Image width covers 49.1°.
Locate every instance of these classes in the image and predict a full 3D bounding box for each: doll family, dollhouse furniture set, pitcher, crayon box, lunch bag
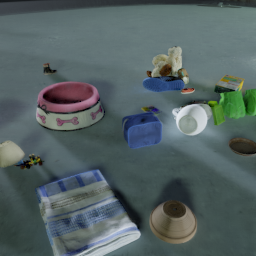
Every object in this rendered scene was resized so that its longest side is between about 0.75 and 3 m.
[{"bbox_3d":[-3.129,1.103,8.894,0.902,0.354,0.522,-21,41,-22],"label":"doll family"},{"bbox_3d":[3.179,-0.652,11.780,0.933,0.721,1.866,-27,21,-25],"label":"dollhouse furniture set"},{"bbox_3d":[2.304,-0.412,10.761,1.530,1.081,1.783,5,21,25],"label":"pitcher"},{"bbox_3d":[5.090,-2.128,14.006,1.008,0.413,1.603,21,39,28],"label":"crayon box"},{"bbox_3d":[0.528,0.009,10.020,1.441,0.979,0.953,-9,33,-14],"label":"lunch bag"}]

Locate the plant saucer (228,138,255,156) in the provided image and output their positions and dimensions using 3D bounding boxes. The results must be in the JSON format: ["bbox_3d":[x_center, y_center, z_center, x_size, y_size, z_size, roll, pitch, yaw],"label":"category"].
[{"bbox_3d":[4.002,0.680,9.717,1.034,0.166,1.034,1,31,0],"label":"plant saucer"}]

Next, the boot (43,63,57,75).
[{"bbox_3d":[-4.432,-3.363,15.876,0.800,0.602,0.293,-17,35,-25],"label":"boot"}]

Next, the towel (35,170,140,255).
[{"bbox_3d":[-1.154,2.128,7.209,2.026,0.328,2.758,-14,34,-23],"label":"towel"}]

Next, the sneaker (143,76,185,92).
[{"bbox_3d":[1.758,-2.238,14.036,2.084,0.731,0.812,4,24,-1],"label":"sneaker"}]

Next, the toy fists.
[{"bbox_3d":[4.776,-0.985,11.568,2.200,1.122,0.757,-8,1,-14],"label":"toy fists"}]

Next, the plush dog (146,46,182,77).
[{"bbox_3d":[1.996,-3.125,14.983,1.818,1.699,2.117,-38,13,-26],"label":"plush dog"}]

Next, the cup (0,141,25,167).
[{"bbox_3d":[-3.829,0.765,8.934,0.853,0.610,0.853,-14,22,6],"label":"cup"}]

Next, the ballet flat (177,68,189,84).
[{"bbox_3d":[2.905,-2.619,14.502,0.571,0.609,1.685,-25,-10,12],"label":"ballet flat"}]

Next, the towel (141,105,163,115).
[{"bbox_3d":[1.025,-0.768,12.136,0.611,0.097,0.850,-16,35,-25],"label":"towel"}]

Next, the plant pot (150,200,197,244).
[{"bbox_3d":[1.125,2.187,6.907,1.173,0.542,1.173,0,33,0],"label":"plant pot"}]

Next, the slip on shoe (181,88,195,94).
[{"bbox_3d":[2.966,-1.866,13.796,0.765,0.234,0.283,-12,32,-21],"label":"slip on shoe"}]

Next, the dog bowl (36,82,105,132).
[{"bbox_3d":[-2.422,-1.023,11.641,2.859,1.054,2.859,0,31,0],"label":"dog bowl"}]
